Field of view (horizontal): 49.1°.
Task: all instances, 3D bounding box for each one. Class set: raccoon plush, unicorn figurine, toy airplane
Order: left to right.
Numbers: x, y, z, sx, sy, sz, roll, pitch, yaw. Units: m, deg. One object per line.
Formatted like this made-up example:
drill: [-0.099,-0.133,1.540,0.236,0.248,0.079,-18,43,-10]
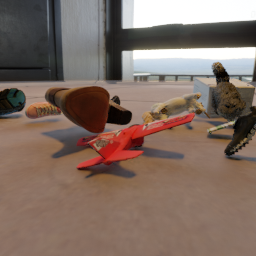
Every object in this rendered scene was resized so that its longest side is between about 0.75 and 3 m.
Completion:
toy airplane: [-0.008,0.252,5.649,2.801,0.515,2.801,-14,3,1]
unicorn figurine: [1.691,-0.638,8.976,2.681,0.990,1.841,-3,8,-5]
raccoon plush: [2.968,-1.123,8.851,1.023,2.115,1.417,-30,-8,17]

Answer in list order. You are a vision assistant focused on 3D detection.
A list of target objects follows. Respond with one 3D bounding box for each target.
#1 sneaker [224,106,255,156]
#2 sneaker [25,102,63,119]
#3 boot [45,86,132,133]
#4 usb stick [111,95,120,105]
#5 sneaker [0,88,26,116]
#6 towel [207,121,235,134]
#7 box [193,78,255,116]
sneaker: [2.261,0.038,5.551,0.523,1.156,0.384,47,17,25]
sneaker: [-2.691,-0.636,9.409,0.725,0.522,1.388,2,14,41]
boot: [-1.317,-0.628,7.148,2.150,1.033,2.941,19,1,29]
usb stick: [-0.622,-0.866,10.869,0.285,0.485,1.748,-10,17,16]
sneaker: [-5.205,-0.725,10.192,2.872,1.051,1.176,-6,-13,-19]
towel: [2.486,-0.012,7.292,0.829,0.127,0.618,-19,0,15]
box: [3.658,-1.255,11.010,1.764,1.159,1.774,0,21,-6]
